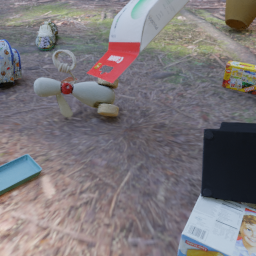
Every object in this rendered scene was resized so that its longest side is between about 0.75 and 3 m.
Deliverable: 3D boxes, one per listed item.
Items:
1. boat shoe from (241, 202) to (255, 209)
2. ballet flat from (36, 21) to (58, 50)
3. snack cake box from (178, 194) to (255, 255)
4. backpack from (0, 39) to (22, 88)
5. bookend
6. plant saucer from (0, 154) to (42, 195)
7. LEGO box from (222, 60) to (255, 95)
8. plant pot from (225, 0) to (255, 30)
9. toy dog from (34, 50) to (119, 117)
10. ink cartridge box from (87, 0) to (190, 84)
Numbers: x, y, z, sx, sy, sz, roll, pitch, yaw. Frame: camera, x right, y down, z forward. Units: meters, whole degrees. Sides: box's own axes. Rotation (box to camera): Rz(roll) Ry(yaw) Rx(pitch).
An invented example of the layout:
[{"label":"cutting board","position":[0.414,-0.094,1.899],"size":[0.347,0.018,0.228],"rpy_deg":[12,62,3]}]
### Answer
[{"label":"boat shoe","position":[3.158,1.376,5.835],"size":[1.736,0.624,0.517],"rpy_deg":[-10,-8,3]},{"label":"ballet flat","position":[-4.295,-5.000,14.725],"size":[1.037,1.037,2.883],"rpy_deg":[-3,35,-4]},{"label":"snack cake box","position":[2.027,2.004,4.773],"size":[2.035,0.684,1.170],"rpy_deg":[18,37,24]},{"label":"backpack","position":[-4.757,-2.501,10.512],"size":[1.692,1.612,1.303],"rpy_deg":[29,38,35]},{"label":"bookend","position":[3.112,0.537,5.833],"size":[2.809,1.294,2.792],"rpy_deg":[3,9,20]},{"label":"plant saucer","position":[-3.115,1.312,6.215],"size":[2.313,0.219,0.809],"rpy_deg":[-28,43,-33]},{"label":"LEGO box","position":[4.163,-1.844,10.176],"size":[1.229,0.915,0.474],"rpy_deg":[19,39,26]},{"label":"plant pot","position":[6.815,-7.398,16.358],"size":[2.675,2.871,2.675],"rpy_deg":[21,2,-1]},{"label":"toy dog","position":[-1.459,-1.087,8.729],"size":[2.581,1.243,1.702],"rpy_deg":[27,76,-10]},{"label":"ink cartridge box","position":[-0.020,-2.188,6.380],"size":[2.425,0.607,1.951],"rpy_deg":[-46,28,-5]}]
